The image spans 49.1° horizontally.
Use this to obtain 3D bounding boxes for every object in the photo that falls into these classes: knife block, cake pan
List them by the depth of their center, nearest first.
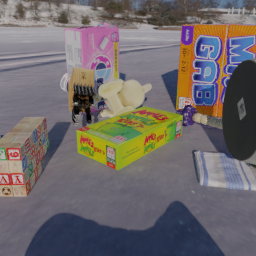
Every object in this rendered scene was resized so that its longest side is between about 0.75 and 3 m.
[{"bbox_3d":[2.442,-0.339,5.554,0.423,2.305,2.305,2,21,-3],"label":"cake pan"},{"bbox_3d":[-1.389,-0.784,8.142,0.626,1.718,1.957,6,-12,-17],"label":"knife block"}]

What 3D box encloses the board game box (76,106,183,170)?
[{"bbox_3d":[0.138,0.123,7.194,1.341,0.628,2.639,17,27,37],"label":"board game box"}]

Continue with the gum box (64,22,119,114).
[{"bbox_3d":[-1.214,-2.171,9.932,0.969,2.931,1.663,21,30,40],"label":"gum box"}]

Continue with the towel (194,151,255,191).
[{"bbox_3d":[2.338,0.870,5.844,1.811,0.216,1.330,4,22,9],"label":"towel"}]

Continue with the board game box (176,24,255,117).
[{"bbox_3d":[3.627,-2.162,9.977,2.896,2.898,2.895,11,23,26],"label":"board game box"}]

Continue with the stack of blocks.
[{"bbox_3d":[-2.090,0.501,5.716,0.502,0.987,1.715,0,21,0],"label":"stack of blocks"}]

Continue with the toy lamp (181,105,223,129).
[{"bbox_3d":[2.688,-0.065,7.590,2.643,0.769,0.769,16,26,42],"label":"toy lamp"}]

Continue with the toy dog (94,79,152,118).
[{"bbox_3d":[-0.253,-1.085,9.154,1.804,1.298,1.860,-37,13,-6],"label":"toy dog"}]

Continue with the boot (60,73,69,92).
[{"bbox_3d":[-1.673,-2.022,12.622,1.349,1.086,2.986,22,27,13],"label":"boot"}]
